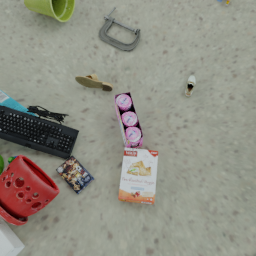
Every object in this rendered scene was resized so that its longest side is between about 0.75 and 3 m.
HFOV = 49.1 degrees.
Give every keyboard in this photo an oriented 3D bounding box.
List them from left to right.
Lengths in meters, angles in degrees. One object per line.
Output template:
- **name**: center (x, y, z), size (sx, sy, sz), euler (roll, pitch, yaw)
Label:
- **keyboard**: center (-2.886, -0.075, 8.682), size (2.673, 0.530, 1.391), euler (18, 76, -6)

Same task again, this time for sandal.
- **sandal**: center (-1.130, -1.658, 9.720), size (1.330, 0.488, 0.437), euler (15, 58, -2)

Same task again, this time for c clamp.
- **c clamp**: center (-0.267, -3.752, 10.639), size (1.841, 0.249, 1.573), euler (35, 72, 13)

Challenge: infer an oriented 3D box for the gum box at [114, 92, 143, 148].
- **gum box**: center (0.024, -0.167, 8.817), size (0.547, 0.939, 1.654), euler (-13, 69, -5)

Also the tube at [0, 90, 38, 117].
- **tube**: center (-3.613, -0.408, 9.142), size (2.412, 0.608, 0.934), euler (38, 76, 8)

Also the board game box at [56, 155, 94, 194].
- **board game box**: center (-1.622, 1.424, 8.589), size (0.689, 0.176, 1.017), euler (-43, 74, -16)

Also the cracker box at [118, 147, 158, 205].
- **cracker box**: center (0.324, 1.429, 8.436), size (1.055, 0.454, 1.575), euler (6, 68, 2)

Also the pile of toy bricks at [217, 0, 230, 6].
- **pile of toy bricks**: center (4.023, -5.624, 11.179), size (0.721, 0.641, 1.299), euler (25, 70, 10)

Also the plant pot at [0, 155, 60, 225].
- **plant pot**: center (-2.935, 1.734, 7.759), size (1.418, 1.557, 1.557), euler (-44, 74, -9)

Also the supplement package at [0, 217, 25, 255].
- **supplement package**: center (-3.653, 3.020, 7.605), size (1.386, 0.810, 0.813), euler (42, 74, 16)

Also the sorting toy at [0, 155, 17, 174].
- **sorting toy**: center (-4.563, 1.038, 8.314), size (2.891, 0.996, 1.003), euler (-2, 68, 0)

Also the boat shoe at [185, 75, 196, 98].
- **boat shoe**: center (2.183, -1.483, 9.697), size (0.323, 0.296, 0.865), euler (12, 69, 5)

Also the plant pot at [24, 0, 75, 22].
- **plant pot**: center (-3.044, -4.892, 10.531), size (1.479, 1.608, 1.608), euler (13, 68, 18)
